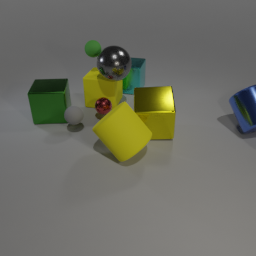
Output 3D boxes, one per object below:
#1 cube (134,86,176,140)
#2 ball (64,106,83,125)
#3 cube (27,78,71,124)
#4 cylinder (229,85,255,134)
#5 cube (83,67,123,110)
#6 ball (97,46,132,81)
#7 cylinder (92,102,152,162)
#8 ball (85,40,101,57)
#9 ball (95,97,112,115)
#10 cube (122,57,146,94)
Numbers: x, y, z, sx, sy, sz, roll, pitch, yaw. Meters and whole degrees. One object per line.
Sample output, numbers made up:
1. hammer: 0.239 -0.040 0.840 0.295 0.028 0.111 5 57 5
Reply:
1. cube: 0.942 -0.540 10.206 1.400 1.400 1.400 -2 47 3
2. ball: -2.005 -0.472 10.387 0.700 0.700 0.700 0 32 0
3. cube: -3.147 -1.112 11.477 1.400 1.400 1.400 -2 32 -4
4. cylinder: 4.651 -0.687 10.301 1.400 1.400 1.400 -12 72 -19
5. cube: -1.086 -1.790 12.569 1.400 1.400 1.400 7 33 11
6. ball: -0.555 -2.571 11.202 1.400 1.400 1.400 0 32 0
7. cylinder: -0.181 0.114 8.997 1.400 1.400 1.400 -39 9 7
8. ball: -1.463 -3.309 11.710 0.700 0.700 0.700 0 32 0
9. ball: -0.994 -0.892 11.313 0.700 0.700 0.700 0 32 0
10. cube: 0.053 -2.610 13.885 1.400 1.400 1.400 8 33 12
